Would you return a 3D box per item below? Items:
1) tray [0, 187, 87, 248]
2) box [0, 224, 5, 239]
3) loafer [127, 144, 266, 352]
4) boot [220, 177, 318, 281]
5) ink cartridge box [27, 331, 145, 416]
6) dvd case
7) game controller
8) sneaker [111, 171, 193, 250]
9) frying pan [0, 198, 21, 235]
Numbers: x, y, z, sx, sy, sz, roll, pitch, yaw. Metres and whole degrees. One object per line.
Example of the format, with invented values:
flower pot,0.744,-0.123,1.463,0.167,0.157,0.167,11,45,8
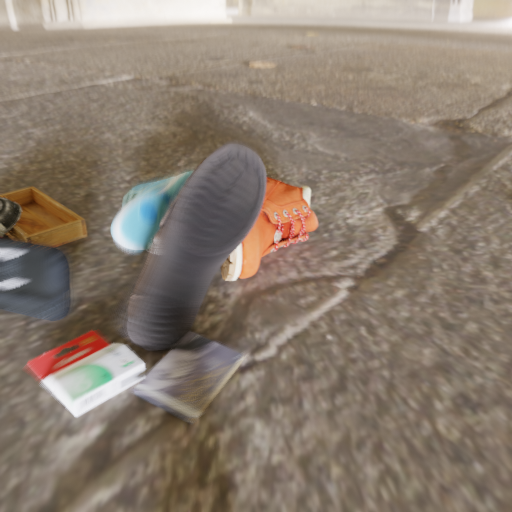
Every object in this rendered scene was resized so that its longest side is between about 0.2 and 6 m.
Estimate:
tray,-4.455,-0.744,11.131,1.134,0.426,2.300,-25,36,-36
box,-4.761,-0.267,9.527,0.596,0.932,0.508,42,35,11
loafer,-0.997,-0.222,7.961,1.139,3.118,1.107,32,-2,-26
boot,0.255,-0.583,10.115,1.761,1.232,3.284,11,32,1
ink cartridge box,-2.226,1.395,7.270,1.271,0.318,1.023,31,41,34
dvd case,-0.836,1.501,7.132,0.884,0.095,1.189,21,42,22
game controller,-3.606,0.312,8.379,2.065,1.077,0.435,8,5,25
sneaker,-2.125,-0.733,10.434,1.606,0.978,2.460,-8,20,34
frying pan,-5.494,-0.785,10.796,2.297,0.374,1.390,19,51,33
